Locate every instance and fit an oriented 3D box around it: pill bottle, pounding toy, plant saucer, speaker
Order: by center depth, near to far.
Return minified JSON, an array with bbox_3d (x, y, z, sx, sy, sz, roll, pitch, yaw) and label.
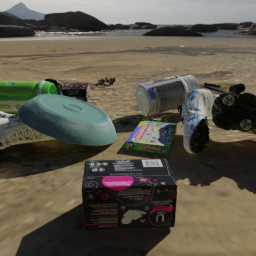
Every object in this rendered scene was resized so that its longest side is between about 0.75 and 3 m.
[{"bbox_3d":[-1.377,-0.317,6.857,2.451,0.441,2.451,18,17,-6],"label":"plant saucer"},{"bbox_3d":[0.817,-0.297,7.846,0.768,0.441,0.439,-18,24,-38],"label":"pounding toy"},{"bbox_3d":[1.224,-1.042,8.643,1.780,1.013,1.013,-15,25,-16],"label":"pill bottle"},{"bbox_3d":[-3.539,-0.977,8.759,2.441,1.079,1.079,1,22,3],"label":"speaker"}]

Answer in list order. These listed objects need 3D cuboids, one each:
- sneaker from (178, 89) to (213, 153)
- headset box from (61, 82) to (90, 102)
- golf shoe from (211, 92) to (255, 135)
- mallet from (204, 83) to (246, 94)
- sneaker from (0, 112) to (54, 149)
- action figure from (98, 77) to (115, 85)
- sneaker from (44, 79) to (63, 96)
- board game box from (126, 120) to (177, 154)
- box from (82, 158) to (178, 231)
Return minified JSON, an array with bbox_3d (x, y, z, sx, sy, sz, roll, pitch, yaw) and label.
[{"bbox_3d":[1.581,-0.189,6.829,0.821,0.814,2.264,-3,36,24],"label":"sneaker"},{"bbox_3d":[-1.953,-1.389,10.543,0.952,0.481,1.281,0,22,-1],"label":"headset box"},{"bbox_3d":[3.427,-0.220,6.412,2.923,1.128,1.287,17,9,17],"label":"golf shoe"},{"bbox_3d":[3.842,-1.684,11.585,0.622,0.389,1.889,-21,24,-34],"label":"mallet"},{"bbox_3d":[-2.604,0.078,6.507,2.517,0.946,1.020,-1,34,5],"label":"sneaker"},{"bbox_3d":[-1.012,-2.157,12.762,0.870,0.302,0.566,7,28,25],"label":"action figure"},{"bbox_3d":[-2.783,-1.323,9.802,0.624,0.904,1.625,-17,27,-36],"label":"sneaker"},{"bbox_3d":[0.627,0.186,6.944,0.989,0.214,1.469,7,23,15],"label":"board game box"},{"bbox_3d":[-0.006,0.975,4.229,1.305,0.749,0.863,0,20,-5],"label":"box"}]
